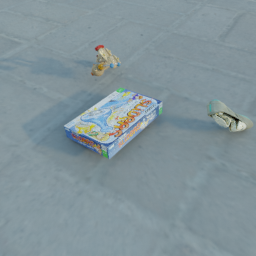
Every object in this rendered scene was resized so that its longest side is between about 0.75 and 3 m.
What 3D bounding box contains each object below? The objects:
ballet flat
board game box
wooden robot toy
[{"bbox_3d":[2.924,-0.193,8.050,1.801,0.607,0.574,26,57,-26],"label":"ballet flat"},{"bbox_3d":[-0.365,-0.270,8.377,1.723,0.439,2.546,22,46,32],"label":"board game box"},{"bbox_3d":[-1.000,-2.353,10.199,0.993,0.964,2.188,-38,6,16],"label":"wooden robot toy"}]
